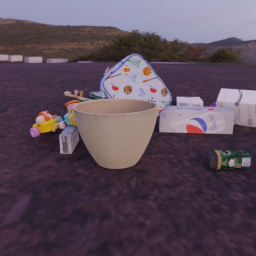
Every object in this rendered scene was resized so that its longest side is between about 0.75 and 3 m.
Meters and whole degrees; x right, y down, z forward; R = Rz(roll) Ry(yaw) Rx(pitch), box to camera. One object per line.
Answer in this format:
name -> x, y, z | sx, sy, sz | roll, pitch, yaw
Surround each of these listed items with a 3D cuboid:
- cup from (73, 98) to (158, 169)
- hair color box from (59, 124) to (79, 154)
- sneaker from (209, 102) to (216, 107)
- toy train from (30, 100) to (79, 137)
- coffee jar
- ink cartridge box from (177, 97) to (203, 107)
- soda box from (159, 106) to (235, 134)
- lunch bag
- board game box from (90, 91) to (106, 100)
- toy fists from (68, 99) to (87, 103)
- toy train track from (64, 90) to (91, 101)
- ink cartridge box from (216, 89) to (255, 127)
cup -> -0.313, 0.151, 7.524 | 2.220, 1.588, 2.220 | 0, 16, 0
hair color box -> -1.817, 0.319, 8.748 | 0.358, 0.585, 1.181 | 0, 17, 1
sneaker -> 3.851, -0.903, 12.603 | 1.258, 0.556, 0.506 | -11, 19, 15
toy train -> -2.254, -0.448, 9.612 | 2.773, 0.771, 2.083 | -14, 11, 18
coffee jar -> 2.591, 0.828, 7.301 | 1.057, 0.451, 0.551 | 1, 18, 0
ink cartridge box -> 3.205, -1.365, 14.770 | 1.286, 0.400, 1.598 | 2, 13, 7
soda box -> 2.476, -0.316, 10.401 | 2.643, 0.838, 0.902 | 2, 17, 6
lunch bag -> 0.189, -1.185, 9.147 | 1.809, 2.258, 0.853 | -42, 17, -2
board game box -> -1.341, -1.886, 16.553 | 1.281, 0.277, 1.904 | -8, 19, -26
toy fists -> -2.368, -1.169, 13.871 | 1.373, 0.472, 0.700 | 15, 19, 43
toy train track -> -2.107, -1.602, 14.276 | 2.307, 0.375, 1.323 | 11, 7, -35
ink cartridge box -> 4.450, -0.766, 10.833 | 1.817, 1.322, 0.763 | 10, 55, 29
